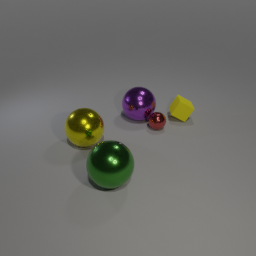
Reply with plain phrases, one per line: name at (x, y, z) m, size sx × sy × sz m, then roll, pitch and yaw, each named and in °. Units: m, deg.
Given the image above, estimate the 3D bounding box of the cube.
cube at (2.200, -0.816, 11.561) m, size 0.700 × 0.700 × 0.700 m, roll 26°, pitch 26°, yaw -16°

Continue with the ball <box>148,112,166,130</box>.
ball at (1.149, -0.285, 11.006) m, size 0.700 × 0.700 × 0.700 m, roll 0°, pitch 32°, yaw 0°

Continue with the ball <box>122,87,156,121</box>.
ball at (0.449, -0.991, 11.480) m, size 1.400 × 1.400 × 1.400 m, roll 0°, pitch 32°, yaw 0°

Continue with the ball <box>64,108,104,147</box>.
ball at (-1.542, -0.023, 9.942) m, size 1.400 × 1.400 × 1.400 m, roll 0°, pitch 32°, yaw 0°

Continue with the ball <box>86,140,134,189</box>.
ball at (-0.513, 1.056, 8.181) m, size 1.400 × 1.400 × 1.400 m, roll 0°, pitch 32°, yaw 0°
